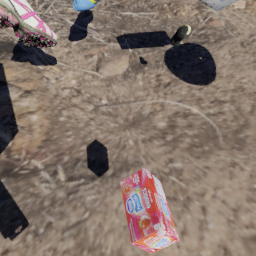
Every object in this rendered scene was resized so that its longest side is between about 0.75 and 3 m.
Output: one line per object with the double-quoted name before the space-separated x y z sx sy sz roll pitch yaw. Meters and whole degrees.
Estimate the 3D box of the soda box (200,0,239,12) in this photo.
"soda box" 1.769 -3.102 5.863 2.026 0.692 0.643 -10 84 -52

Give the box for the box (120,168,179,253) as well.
"box" 0.230 0.956 3.303 0.401 0.419 0.840 -33 41 16

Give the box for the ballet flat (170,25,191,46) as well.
"ballet flat" 1.294 -2.239 6.769 0.259 0.910 0.303 -1 85 -15

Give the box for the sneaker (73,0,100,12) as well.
"sneaker" -1.107 -3.968 7.800 0.795 0.668 2.027 -19 46 32

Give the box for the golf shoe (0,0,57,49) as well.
"golf shoe" -2.336 -2.514 6.304 0.782 2.153 0.991 -2 81 24
